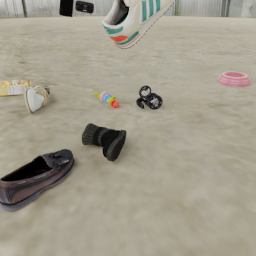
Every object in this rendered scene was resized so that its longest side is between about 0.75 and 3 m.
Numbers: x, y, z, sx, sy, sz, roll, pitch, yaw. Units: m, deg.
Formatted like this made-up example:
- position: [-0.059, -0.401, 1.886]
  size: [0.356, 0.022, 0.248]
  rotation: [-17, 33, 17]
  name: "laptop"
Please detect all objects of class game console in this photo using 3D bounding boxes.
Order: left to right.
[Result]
- position: [-1.915, -4.560, 10.572]
  size: [1.334, 0.787, 0.161]
  rotation: [-2, 26, -29]
  name: "game console"

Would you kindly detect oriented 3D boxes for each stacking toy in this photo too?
- position: [-0.597, -0.944, 9.729]
  size: [0.377, 0.377, 0.884]
  rotation: [-18, 38, -33]
  name: "stacking toy"

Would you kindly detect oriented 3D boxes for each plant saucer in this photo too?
- position: [4.599, -2.148, 12.117]
  size: [1.381, 0.350, 1.381]
  rotation: [0, 27, 0]
  name: "plant saucer"

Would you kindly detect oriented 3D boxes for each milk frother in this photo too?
- position: [0.657, -1.144, 9.502]
  size: [0.788, 0.873, 0.821]
  rotation: [-12, 28, -15]
  name: "milk frother"

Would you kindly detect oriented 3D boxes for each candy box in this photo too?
- position: [-4.547, -1.566, 10.865]
  size: [1.435, 0.397, 0.829]
  rotation: [-6, 26, -10]
  name: "candy box"

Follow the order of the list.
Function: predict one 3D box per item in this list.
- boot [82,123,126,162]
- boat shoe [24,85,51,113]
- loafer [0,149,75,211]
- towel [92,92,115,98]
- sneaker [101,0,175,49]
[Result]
- position: [-0.671, 0.331, 6.841]
  size: [1.050, 0.528, 1.404]
  rotation: [11, 17, 7]
  name: "boot"
- position: [-3.052, -1.083, 9.530]
  size: [0.660, 0.722, 1.931]
  rotation: [-9, 26, -5]
  name: "boat shoe"
- position: [-1.767, 0.864, 5.687]
  size: [0.711, 0.623, 1.978]
  rotation: [13, 29, 24]
  name: "loafer"
- position: [-0.923, -1.188, 10.496]
  size: [0.881, 0.080, 0.379]
  rotation: [18, 37, 31]
  name: "towel"
- position: [0.225, -2.192, 4.736]
  size: [0.611, 1.737, 0.812]
  rotation: [47, 13, 24]
  name: "sneaker"
